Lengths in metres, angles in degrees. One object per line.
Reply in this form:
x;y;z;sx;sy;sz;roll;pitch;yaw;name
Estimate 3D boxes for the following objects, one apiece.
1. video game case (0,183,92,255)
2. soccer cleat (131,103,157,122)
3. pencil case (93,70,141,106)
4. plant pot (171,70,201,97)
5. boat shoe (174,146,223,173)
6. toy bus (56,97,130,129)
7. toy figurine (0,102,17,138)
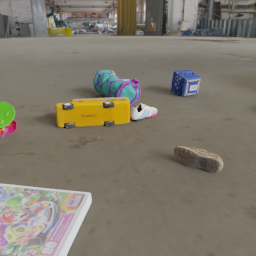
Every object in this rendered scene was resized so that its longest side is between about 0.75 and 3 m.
-2.202;1.581;4.640;2.751;0.248;1.970;3;23;9;video game case
0.588;-0.614;9.601;0.445;0.551;1.275;18;28;38;soccer cleat
-0.513;-1.687;11.427;1.072;1.164;2.519;28;5;-37;pencil case
2.579;-1.933;12.309;1.005;1.005;0.904;-11;32;-25;plant pot
1.662;0.702;6.610;1.186;0.449;0.426;22;26;24;boat shoe
-1.110;-0.537;9.123;2.336;0.760;0.914;-3;22;-8;toy bus
-3.543;-0.058;7.956;0.790;0.969;1.053;19;66;5;toy figurine
